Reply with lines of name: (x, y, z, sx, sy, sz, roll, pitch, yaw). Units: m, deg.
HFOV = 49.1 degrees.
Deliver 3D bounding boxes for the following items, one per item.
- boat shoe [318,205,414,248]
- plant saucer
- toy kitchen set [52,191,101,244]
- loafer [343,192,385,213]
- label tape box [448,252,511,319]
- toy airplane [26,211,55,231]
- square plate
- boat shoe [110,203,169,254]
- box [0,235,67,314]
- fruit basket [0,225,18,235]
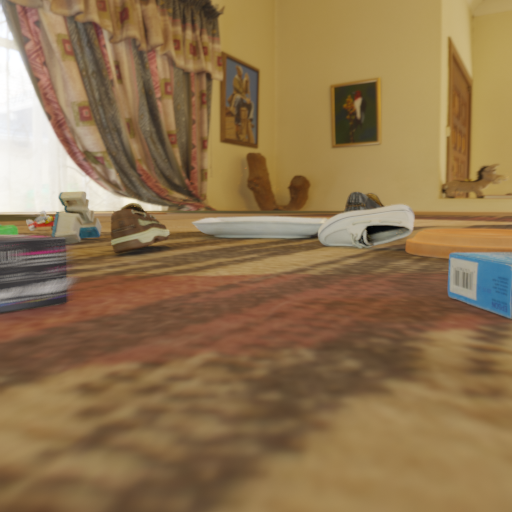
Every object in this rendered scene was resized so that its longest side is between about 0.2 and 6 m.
boat shoe: (2.018, -0.433, 10.443, 1.839, 0.662, 0.604, -9, 41, 21)
plant saucer: (3.779, -0.220, 9.306, 2.498, 0.403, 2.498, -1, 6, 0)
toy kitchen set: (-4.044, -0.529, 12.066, 0.923, 1.255, 1.566, -2, -30, 0)
loafer: (2.644, -0.890, 12.622, 1.064, 1.057, 2.923, 1, 5, 20)
label tape box: (2.505, 0.208, 4.695, 1.403, 0.444, 1.012, -1, 6, -8)
toy airplane: (-6.339, -1.043, 16.527, 0.849, 0.599, 0.845, 3, 7, 20)
square plate: (0.228, -0.749, 14.337, 3.158, 0.449, 3.128, 1, 6, 8)
boat shoe: (-2.050, -0.569, 9.924, 0.799, 0.800, 2.163, -15, 5, 0)
box: (-2.224, 0.114, 4.869, 1.044, 0.599, 0.690, 4, 7, 37)
fruit basket: (-3.460, -0.124, 7.229, 1.250, 0.633, 1.350, 0, 3, -4)
